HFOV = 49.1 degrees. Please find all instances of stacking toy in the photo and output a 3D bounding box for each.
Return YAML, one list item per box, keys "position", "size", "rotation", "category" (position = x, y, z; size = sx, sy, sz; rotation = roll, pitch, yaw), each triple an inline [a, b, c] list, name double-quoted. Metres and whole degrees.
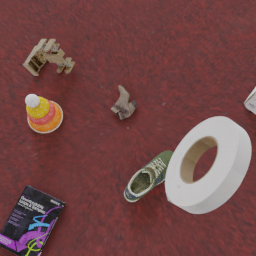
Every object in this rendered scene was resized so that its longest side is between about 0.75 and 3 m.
- position: [-2.512, -0.543, 7.979]
  size: [1.068, 1.461, 1.068]
  rotation: [0, 71, -1]
  category: "stacking toy"

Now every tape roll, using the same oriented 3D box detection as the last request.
- position: [1.410, 0.663, 5.233]
  size: [0.347, 1.898, 1.898]
  rotation: [31, 71, -17]
  category: "tape roll"

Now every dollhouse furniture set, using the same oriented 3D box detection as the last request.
- position: [-2.531, -2.097, 8.772]
  size: [1.226, 1.075, 0.814]
  rotation: [11, 67, 32]
  category: "dollhouse furniture set"

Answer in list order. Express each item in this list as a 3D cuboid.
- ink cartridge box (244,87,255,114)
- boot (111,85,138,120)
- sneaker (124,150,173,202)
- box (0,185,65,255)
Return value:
- position: [5.059, -1.256, 8.443]
  size: [1.833, 1.035, 2.497]
  rotation: [37, 74, 11]
  category: "ink cartridge box"
- position: [-0.221, -0.777, 8.665]
  size: [0.739, 0.355, 1.011]
  rotation: [-38, 72, -8]
  category: "boot"
- position: [0.662, 1.278, 7.654]
  size: [1.905, 0.855, 0.639]
  rotation: [-41, 75, -13]
  category: "sneaker"
- position: [-2.600, 2.530, 7.512]
  size: [1.192, 0.301, 1.667]
  rotation: [22, 71, 7]
  category: "box"
